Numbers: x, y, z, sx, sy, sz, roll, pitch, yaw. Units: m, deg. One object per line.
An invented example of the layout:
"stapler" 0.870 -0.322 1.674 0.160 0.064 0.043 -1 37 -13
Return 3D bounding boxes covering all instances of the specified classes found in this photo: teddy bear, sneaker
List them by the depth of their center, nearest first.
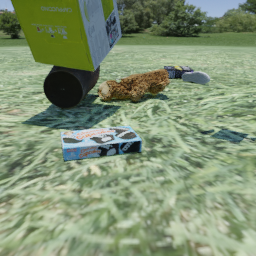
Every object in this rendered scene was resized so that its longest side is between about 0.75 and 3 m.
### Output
"teddy bear" 0.195 -1.572 10.992 2.898 0.967 2.101 -19 18 -25
"sneaker" 3.596 -2.552 13.972 0.933 0.593 1.636 -10 22 -34

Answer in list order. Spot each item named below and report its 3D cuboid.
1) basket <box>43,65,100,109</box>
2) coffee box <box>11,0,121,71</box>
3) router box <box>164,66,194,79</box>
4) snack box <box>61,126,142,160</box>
"basket" -2.008 -1.821 10.100 1.627 2.157 2.392 7 29 1
"coffee box" -1.653 -3.211 8.138 2.121 2.124 2.100 12 49 18
"router box" 2.808 -3.166 15.803 1.448 0.481 1.841 1 20 2
"snack box" -0.631 0.304 6.304 1.678 0.311 0.975 -6 20 -15
